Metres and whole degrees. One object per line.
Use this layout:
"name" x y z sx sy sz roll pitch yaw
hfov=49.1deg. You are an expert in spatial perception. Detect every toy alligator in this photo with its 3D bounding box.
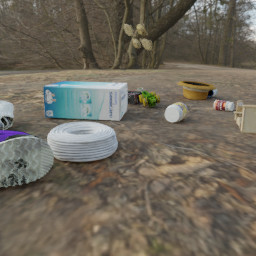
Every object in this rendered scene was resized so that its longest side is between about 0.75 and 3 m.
"toy alligator" 0.938 -1.413 13.361 0.770 0.559 2.325 -14 24 -7

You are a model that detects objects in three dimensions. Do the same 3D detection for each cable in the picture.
"cable" -1.094 0.302 6.889 1.702 0.589 1.701 7 16 26

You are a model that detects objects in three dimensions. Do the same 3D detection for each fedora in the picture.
"fedora" 3.700 -2.028 15.339 2.112 0.861 2.112 5 18 -2

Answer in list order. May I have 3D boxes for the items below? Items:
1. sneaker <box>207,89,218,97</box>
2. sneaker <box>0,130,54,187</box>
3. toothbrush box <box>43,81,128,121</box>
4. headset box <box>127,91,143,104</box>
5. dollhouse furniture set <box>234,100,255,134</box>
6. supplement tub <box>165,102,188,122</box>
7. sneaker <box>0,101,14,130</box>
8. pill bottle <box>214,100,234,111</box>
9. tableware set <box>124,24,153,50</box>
"sneaker" 4.176 -2.112 16.072 1.830 0.677 0.753 5 17 21
"sneaker" -3.020 0.567 5.281 3.000 1.043 1.492 0 10 -21
"toothbrush box" -1.566 -1.151 11.163 2.910 1.241 2.130 2 15 6
"headset box" 0.180 -1.543 14.168 0.981 0.509 1.318 9 16 31
"dollhouse furniture set" 4.174 -0.462 9.343 0.991 0.846 1.912 3 15 12
"supplement tub" 1.730 -0.558 10.095 0.644 0.644 0.886 8 16 27
"sneaker" -4.156 -0.333 9.274 0.871 0.826 2.163 9 20 -3
"pill bottle" 4.134 -0.958 12.067 0.758 0.433 0.433 13 19 42
"tableware set" 0.440 -3.862 11.880 0.170 1.227 1.469 -46 41 -20
